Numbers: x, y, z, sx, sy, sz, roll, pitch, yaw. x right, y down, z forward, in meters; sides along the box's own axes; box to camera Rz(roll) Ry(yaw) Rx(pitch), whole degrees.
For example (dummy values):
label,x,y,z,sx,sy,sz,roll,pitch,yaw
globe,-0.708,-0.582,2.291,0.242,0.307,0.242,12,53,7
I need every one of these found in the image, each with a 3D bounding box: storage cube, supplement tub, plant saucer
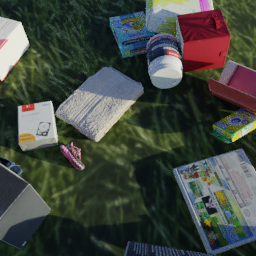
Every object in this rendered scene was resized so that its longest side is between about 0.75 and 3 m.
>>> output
label,x,y,z,sx,sy,sz,roll,pitch,yaw
storage cube,2.565,-3.034,9.909,1.526,1.698,1.451,-7,59,4
supplement tub,1.261,-2.333,9.726,1.166,1.166,1.662,-1,58,-1
plant saucer,3.360,-0.944,8.755,1.903,1.899,0.349,29,101,16

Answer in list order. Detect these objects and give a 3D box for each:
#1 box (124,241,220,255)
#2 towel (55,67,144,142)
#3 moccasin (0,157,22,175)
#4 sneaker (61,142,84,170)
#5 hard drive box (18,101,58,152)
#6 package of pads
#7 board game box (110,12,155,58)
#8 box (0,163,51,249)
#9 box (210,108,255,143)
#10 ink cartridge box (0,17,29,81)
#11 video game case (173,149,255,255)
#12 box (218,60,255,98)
label,x,y,z,sx,sy,sz,roll,pitch,yaw
box,1.127,3.608,5.594,2.659,1.423,1.973,8,81,5
towel,-0.863,-0.908,9.279,1.773,0.461,2.675,32,64,19
moccasin,-3.475,1.111,8.152,0.819,0.279,0.329,22,61,13
sneaker,-1.560,0.794,8.327,0.483,0.400,1.014,-32,64,-30
hard drive box,-2.816,-0.072,8.727,1.076,0.530,1.381,-11,59,-8
package of pads,2.029,-4.500,10.989,2.691,0.918,2.079,8,57,-8
board game box,0.217,-3.701,10.992,1.429,0.444,1.893,-15,60,-9
box,-3.214,1.669,6.762,2.067,2.084,1.284,29,63,16
box,3.298,-0.069,8.666,1.403,0.339,0.823,-29,35,-15
ink cartridge box,-5.425,-3.113,10.208,2.752,1.161,1.992,17,60,10
video game case,2.707,1.909,7.674,2.207,0.266,2.421,-15,60,-8
box,3.830,-1.483,9.171,1.550,0.991,0.844,28,103,17
